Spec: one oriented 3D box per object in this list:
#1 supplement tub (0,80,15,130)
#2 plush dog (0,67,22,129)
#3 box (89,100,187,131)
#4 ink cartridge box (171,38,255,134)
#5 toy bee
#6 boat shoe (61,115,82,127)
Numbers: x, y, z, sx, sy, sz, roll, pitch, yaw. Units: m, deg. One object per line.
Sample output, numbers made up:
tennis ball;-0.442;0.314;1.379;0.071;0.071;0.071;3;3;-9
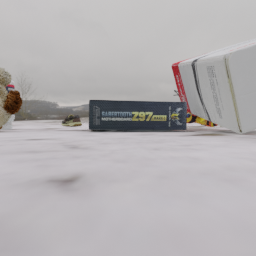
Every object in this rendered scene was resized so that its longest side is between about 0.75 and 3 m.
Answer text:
supplement tub;-3.270;-0.589;6.927;0.876;1.248;0.876;0;1;0
plush dog;-2.728;-0.326;5.355;1.545;1.240;1.327;-30;29;-21
box;0.074;-0.254;6.272;1.865;0.603;2.365;1;2;-6
ink cartridge box;2.264;-0.991;5.244;2.085;1.210;2.890;-17;11;-2
toy bee;2.385;-0.420;10.199;1.984;1.078;1.298;26;1;15
boat shoe;-2.316;-0.309;11.563;0.559;0.495;1.527;-1;2;-37
